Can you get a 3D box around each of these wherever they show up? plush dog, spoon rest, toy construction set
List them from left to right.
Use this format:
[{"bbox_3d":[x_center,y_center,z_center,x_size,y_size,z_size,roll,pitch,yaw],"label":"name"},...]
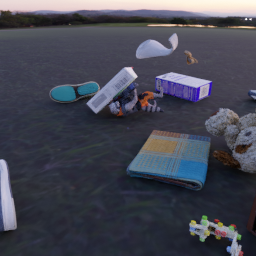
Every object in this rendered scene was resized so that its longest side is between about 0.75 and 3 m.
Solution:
[{"bbox_3d":[1.100,-3.069,10.787,1.039,0.634,2.090,-49,29,-22],"label":"spoon rest"},{"bbox_3d":[1.787,2.103,5.527,1.069,0.492,0.701,26,11,31],"label":"toy construction set"},{"bbox_3d":[3.669,0.432,8.170,2.489,1.997,2.137,-18,29,32],"label":"plush dog"}]

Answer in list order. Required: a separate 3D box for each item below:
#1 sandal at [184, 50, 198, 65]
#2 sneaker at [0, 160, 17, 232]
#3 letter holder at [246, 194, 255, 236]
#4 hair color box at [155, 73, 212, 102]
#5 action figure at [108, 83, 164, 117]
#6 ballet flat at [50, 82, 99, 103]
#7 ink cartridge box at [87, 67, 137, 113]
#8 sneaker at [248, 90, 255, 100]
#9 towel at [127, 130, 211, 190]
[{"bbox_3d":[2.637,-2.931,12.073,0.406,0.364,1.108,33,5,36],"label":"sandal"},{"bbox_3d":[-3.487,1.526,6.302,1.654,0.870,2.289,-8,27,-23],"label":"sneaker"},{"bbox_3d":[4.021,1.649,5.629,2.500,1.257,1.777,-15,31,-29],"label":"letter holder"},{"bbox_3d":[2.764,-2.114,14.202,1.373,0.814,2.512,-23,35,-39],"label":"hair color box"},{"bbox_3d":[0.343,-1.037,11.326,2.271,1.228,2.348,-13,-6,-13],"label":"action figure"},{"bbox_3d":[-2.589,-1.692,13.504,2.483,0.862,0.862,-12,28,-27],"label":"ballet flat"},{"bbox_3d":[-0.523,-1.726,12.293,2.174,0.677,2.701,-41,2,14],"label":"ink cartridge box"},{"bbox_3d":[6.903,-1.816,13.279,2.373,1.024,0.921,0,25,0],"label":"sneaker"},{"bbox_3d":[1.385,0.829,8.527,2.084,0.308,2.842,8,25,17],"label":"towel"}]
